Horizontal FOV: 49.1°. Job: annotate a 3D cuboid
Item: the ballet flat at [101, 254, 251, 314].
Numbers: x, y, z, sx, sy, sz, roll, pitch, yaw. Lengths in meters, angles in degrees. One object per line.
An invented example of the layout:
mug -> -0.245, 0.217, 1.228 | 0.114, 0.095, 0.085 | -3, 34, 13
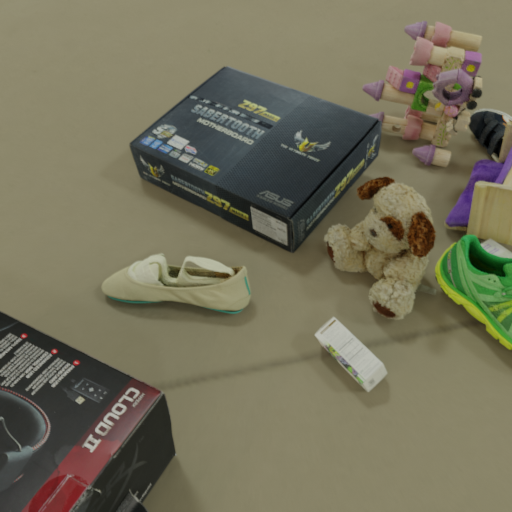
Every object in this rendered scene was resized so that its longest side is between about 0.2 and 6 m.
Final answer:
ballet flat -> -1.136, 0.299, 7.898 | 2.168, 0.753, 0.753 | 5, 44, 5

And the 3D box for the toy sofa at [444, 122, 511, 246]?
toy sofa -> 3.993, -1.275, 9.188 | 1.165, 0.988, 2.387 | 17, 43, 26

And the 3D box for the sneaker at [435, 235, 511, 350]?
sneaker -> 3.393, 0.568, 7.286 | 0.862, 0.972, 2.327 | -21, 50, -39

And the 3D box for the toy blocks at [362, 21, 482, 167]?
toy blocks -> 2.881, -2.982, 10.335 | 1.897, 2.106, 2.253 | 15, 48, 6

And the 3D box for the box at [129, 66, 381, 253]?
box -> -0.010, -1.860, 9.775 | 3.485, 0.889, 2.748 | 29, 59, 26

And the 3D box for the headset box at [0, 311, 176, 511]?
headset box -> -2.752, 2.123, 5.534 | 3.634, 1.363, 2.701 | 20, 47, 19

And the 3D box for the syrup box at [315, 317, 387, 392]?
syrup box -> 1.195, 1.241, 7.110 | 0.375, 0.363, 0.922 | -42, 54, -6

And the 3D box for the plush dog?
plush dog -> 1.988, -0.267, 7.867 | 1.471, 1.574, 1.833 | -19, 47, -19

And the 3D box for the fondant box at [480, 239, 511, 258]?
fondant box -> 3.588, 0.258, 8.251 | 0.735, 0.297, 1.019 | -26, 49, -24

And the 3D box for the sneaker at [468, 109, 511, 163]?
sneaker -> 4.621, -2.200, 10.517 | 0.688, 0.679, 1.732 | -24, 50, -31
